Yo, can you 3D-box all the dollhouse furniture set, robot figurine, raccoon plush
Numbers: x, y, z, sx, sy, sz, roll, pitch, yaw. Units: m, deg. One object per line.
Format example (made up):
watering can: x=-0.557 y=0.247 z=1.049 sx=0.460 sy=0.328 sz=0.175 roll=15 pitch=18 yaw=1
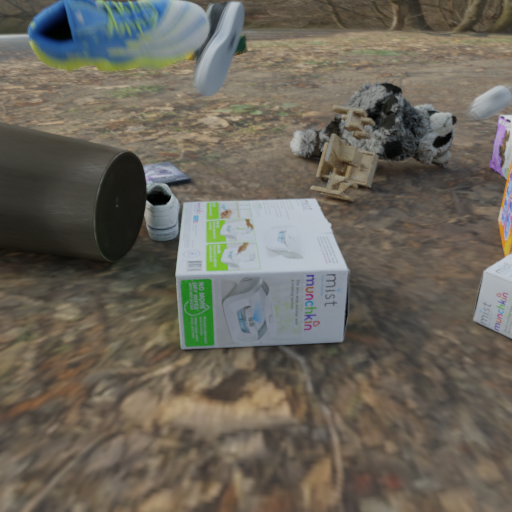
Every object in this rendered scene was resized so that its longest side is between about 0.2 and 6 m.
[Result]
dollhouse furniture set: x=1.582 y=-1.932 z=10.982 sx=1.129 sy=1.594 sz=1.735 roll=16 pitch=3 yaw=26
robot figurine: x=2.962 y=-1.922 z=7.019 sx=0.525 sy=0.445 sz=0.296 roll=-32 pitch=72 yaw=-5
raccoon plush: x=2.822 y=-2.844 z=12.906 sx=2.330 sy=1.682 sz=3.477 roll=7 pitch=4 yaw=-43

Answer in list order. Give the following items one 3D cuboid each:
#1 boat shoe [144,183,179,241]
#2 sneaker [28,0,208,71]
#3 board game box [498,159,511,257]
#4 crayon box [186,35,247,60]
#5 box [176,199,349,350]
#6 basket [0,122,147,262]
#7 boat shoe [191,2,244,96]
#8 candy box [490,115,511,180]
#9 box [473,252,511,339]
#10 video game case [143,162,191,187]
boat shoe: x=-1.692 y=-0.971 z=9.941 sx=0.749 sy=0.680 sz=2.036 roll=-9 pitch=28 yaw=-16
sneaker: x=-1.737 y=-2.774 z=7.016 sx=2.292 sy=0.868 sz=1.204 roll=-11 pitch=14 yaw=0
board game box: x=4.872 y=-0.912 z=8.655 sx=1.724 sy=1.722 sz=1.723 roll=8 pitch=28 yaw=16
crayon box: x=-0.854 y=-3.835 z=10.357 sx=1.241 sy=0.315 sz=0.788 roll=-9 pitch=18 yaw=-9
box: x=0.006 y=0.105 z=7.357 sx=1.983 sy=1.086 sz=2.247 roll=-2 pitch=27 yaw=-5
basket: x=-3.406 y=-1.000 z=8.647 sx=3.009 sy=2.046 sz=2.713 roll=11 pitch=14 yaw=11
boat shoe: x=-0.727 y=-3.222 z=8.577 sx=0.645 sy=0.698 sz=1.889 roll=10 pitch=65 yaw=11
candy box: x=5.572 y=-2.228 z=11.844 sx=0.513 sy=1.202 sz=1.433 roll=-1 pitch=26 yaw=-2
box: x=3.797 y=0.493 z=6.916 sx=1.643 sy=0.794 sz=1.449 roll=-22 pitch=34 yaw=-37
video game case: x=-2.093 y=-1.749 z=12.111 sx=0.942 sy=0.125 sz=1.319 roll=-14 pitch=31 yaw=-25
